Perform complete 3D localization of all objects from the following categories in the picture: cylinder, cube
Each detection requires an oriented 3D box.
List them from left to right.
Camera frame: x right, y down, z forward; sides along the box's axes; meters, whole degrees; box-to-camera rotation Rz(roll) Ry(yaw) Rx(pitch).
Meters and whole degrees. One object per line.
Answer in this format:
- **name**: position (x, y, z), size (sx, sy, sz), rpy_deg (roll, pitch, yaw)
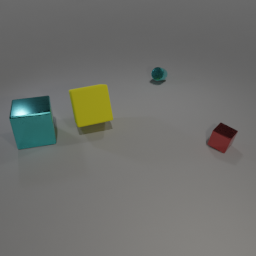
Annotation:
- **cube**: position (-3.546, -0.235, 10.562), size (1.400, 1.400, 1.400), rpy_deg (-9, 34, -13)
- **cube**: position (-1.500, -0.931, 11.159), size (1.400, 1.400, 1.400), rpy_deg (-12, 12, -12)
- **cylinder**: position (1.682, -2.870, 14.946), size (0.700, 0.700, 0.700), rpy_deg (15, 13, 22)
- **cube**: position (3.447, 0.355, 10.219), size (0.700, 0.700, 0.700), rpy_deg (31, 44, 25)
